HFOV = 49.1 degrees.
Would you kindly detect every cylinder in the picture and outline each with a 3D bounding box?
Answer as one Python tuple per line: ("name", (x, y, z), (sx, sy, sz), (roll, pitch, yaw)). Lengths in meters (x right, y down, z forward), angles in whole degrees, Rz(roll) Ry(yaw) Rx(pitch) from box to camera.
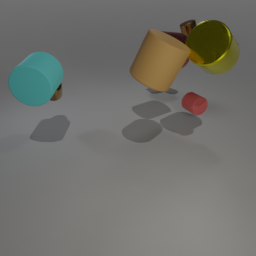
("cylinder", (2.741, -2.539, 9.014), (1.400, 1.400, 1.400), (20, 8, 31))
("cylinder", (-2.942, -1.520, 10.990), (0.700, 0.700, 0.700), (4, 68, -9))
("cylinder", (-3.007, -1.642, 9.296), (1.400, 1.400, 1.400), (2, 32, 3))
("cylinder", (2.481, -0.914, 10.464), (0.700, 0.700, 0.700), (-14, 30, -23))
("cylinder", (0.953, -2.060, 8.567), (1.400, 1.400, 1.400), (21, 29, -13))
("cylinder", (1.445, -2.910, 10.590), (1.400, 1.400, 1.400), (-12, 30, -40))
("cylinder", (2.696, -4.294, 12.322), (0.700, 0.700, 0.700), (-18, 29, 10))
